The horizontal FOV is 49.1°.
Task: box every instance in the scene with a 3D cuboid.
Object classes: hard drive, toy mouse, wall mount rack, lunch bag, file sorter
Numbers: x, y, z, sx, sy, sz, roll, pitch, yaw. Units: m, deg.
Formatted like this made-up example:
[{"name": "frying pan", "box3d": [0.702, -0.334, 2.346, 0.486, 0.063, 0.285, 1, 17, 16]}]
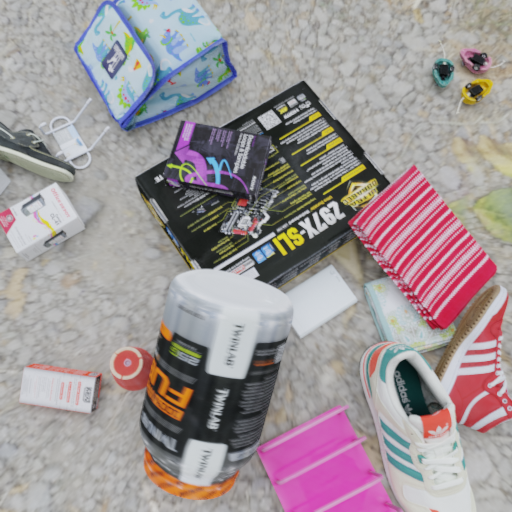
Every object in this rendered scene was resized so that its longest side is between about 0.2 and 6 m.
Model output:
[{"name": "hard drive", "box3d": [1.092, 0.825, 10.210, 1.261, 0.166, 0.831, -32, 73, -10]}, {"name": "toy mouse", "box3d": [4.304, -3.893, 11.814, 1.808, 0.350, 1.607, -34, 74, -12]}, {"name": "wall mount rack", "box3d": [-3.603, -2.471, 11.222, 1.189, 0.510, 1.368, -30, 74, -12]}, {"name": "lunch bag", "box3d": [-2.115, -4.060, 11.268, 2.648, 1.687, 2.251, -33, 74, 2]}, {"name": "file sorter", "box3d": [1.213, 3.636, 8.508, 1.604, 1.448, 2.309, -25, 72, -8]}]

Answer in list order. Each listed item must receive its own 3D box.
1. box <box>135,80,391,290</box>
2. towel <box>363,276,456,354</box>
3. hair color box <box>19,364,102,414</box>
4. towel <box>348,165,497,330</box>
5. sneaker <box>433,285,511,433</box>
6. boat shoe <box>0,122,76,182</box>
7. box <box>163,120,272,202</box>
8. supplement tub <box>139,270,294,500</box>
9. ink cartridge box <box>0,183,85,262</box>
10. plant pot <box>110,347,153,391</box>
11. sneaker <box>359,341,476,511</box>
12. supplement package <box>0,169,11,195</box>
[{"name": "box", "box3d": [0.201, -1.121, 10.503, 3.922, 0.968, 3.132, -33, 75, -11]}, {"name": "towel", "box3d": [2.756, 1.026, 10.048, 1.283, 0.361, 1.499, -14, 71, -8]}, {"name": "hair color box", "box3d": [-3.307, 2.243, 9.502, 1.241, 0.380, 0.630, 8, 89, 3]}, {"name": "towel", "box3d": [2.988, -0.153, 9.828, 1.804, 0.280, 2.494, -41, 93, -18]}, {"name": "sneaker", "box3d": [3.882, 1.766, 9.264, 1.348, 0.854, 2.397, 28, 99, 9]}, {"name": "boat shoe", "box3d": [-4.482, -2.115, 10.918, 2.279, 0.819, 0.771, 24, 76, 11]}, {"name": "box", "box3d": [-0.677, -1.718, 10.041, 1.719, 0.310, 1.229, 11, 71, 6]}, {"name": "supplement tub", "box3d": [-0.666, 1.887, 8.408, 1.874, 1.874, 3.059, 15, 102, 5]}, {"name": "ink cartridge box", "box3d": [-4.043, -0.639, 10.538, 1.270, 0.544, 0.937, -33, 73, -10]}, {"name": "plant pot", "box3d": [-2.141, 1.880, 9.553, 0.776, 0.686, 0.776, 0, 70, -1]}, {"name": "sneaker", "box3d": [2.571, 2.872, 8.609, 1.156, 1.535, 3.283, -17, 79, -6]}, {"name": "supplement package", "box3d": [-5.793, -1.609, 10.372, 1.569, 1.500, 1.154, 27, 72, 9]}]
